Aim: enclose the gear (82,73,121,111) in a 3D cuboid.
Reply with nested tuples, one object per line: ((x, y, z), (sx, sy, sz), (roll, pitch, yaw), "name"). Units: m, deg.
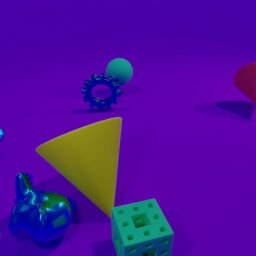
((-0.822, -1.109, 8.650), (1.181, 1.181, 0.218), (-2, 34, -4), "gear")

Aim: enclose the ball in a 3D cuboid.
((-0.301, -1.972, 9.843), (0.923, 0.923, 0.923), (0, 30, 0), "ball")

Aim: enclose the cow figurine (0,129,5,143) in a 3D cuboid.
((-3.245, 0.428, 6.446), (0.575, 1.047, 1.030), (25, 50, -22), "cow figurine")

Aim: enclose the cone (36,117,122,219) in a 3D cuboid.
((-0.577, 0.859, 5.022), (1.620, 1.626, 1.620), (-21, -3, -1), "cone")

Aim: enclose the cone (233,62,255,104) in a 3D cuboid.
((3.945, -1.099, 8.555), (1.278, 1.278, 1.283), (4, 53, 8), "cone")

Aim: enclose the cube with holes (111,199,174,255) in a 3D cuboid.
((0.189, 1.670, 4.302), (0.722, 0.722, 0.722), (-8, 31, -15), "cube with holes")

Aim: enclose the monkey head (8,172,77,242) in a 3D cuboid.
((-1.382, 1.244, 4.549), (0.939, 1.121, 1.558), (-8, -10, 6), "monkey head")
